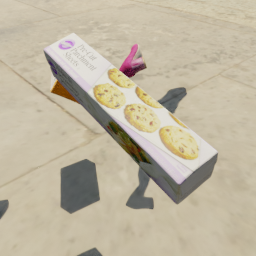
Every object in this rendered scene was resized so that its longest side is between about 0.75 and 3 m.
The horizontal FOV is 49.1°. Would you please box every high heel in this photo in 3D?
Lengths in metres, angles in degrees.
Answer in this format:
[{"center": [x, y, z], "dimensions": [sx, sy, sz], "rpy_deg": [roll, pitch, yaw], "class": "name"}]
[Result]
[{"center": [0.031, -1.418, 5.966], "dimensions": [0.615, 0.432, 1.282], "rpy_deg": [-20, 36, 8], "class": "high heel"}]

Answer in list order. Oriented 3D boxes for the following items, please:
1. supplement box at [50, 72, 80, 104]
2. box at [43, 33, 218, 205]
[{"center": [-1.231, -1.071, 6.025], "dimensions": [0.750, 0.437, 1.190], "rpy_deg": [22, 30, -27], "class": "supplement box"}, {"center": [-0.145, -0.297, 3.673], "dimensions": [0.601, 0.561, 2.902], "rpy_deg": [-34, 57, -18], "class": "box"}]
